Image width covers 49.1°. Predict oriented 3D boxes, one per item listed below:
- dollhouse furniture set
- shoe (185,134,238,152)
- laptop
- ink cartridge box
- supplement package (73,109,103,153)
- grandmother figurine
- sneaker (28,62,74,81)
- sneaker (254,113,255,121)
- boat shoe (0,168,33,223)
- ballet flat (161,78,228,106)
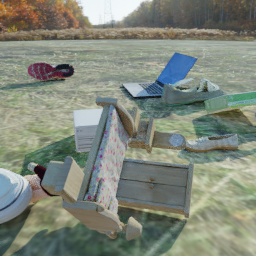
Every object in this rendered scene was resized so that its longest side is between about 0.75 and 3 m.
[{"bbox_3d":[0.268,0.305,3.924,1.296,2.654,2.263,4,60,14],"label":"dollhouse furniture set"},{"bbox_3d":[2.099,0.343,7.064,1.384,0.369,0.484,-2,21,-5],"label":"shoe"},{"bbox_3d":[1.279,-2.458,12.625,2.727,1.581,2.554,-4,21,-11],"label":"laptop"},{"bbox_3d":[3.817,-0.914,9.060,1.589,0.524,2.183,-9,-2,-25],"label":"ink cartridge box"},{"bbox_3d":[-0.909,0.022,7.411,1.007,0.717,1.292,-5,22,-11],"label":"supplement package"},{"bbox_3d":[-1.238,0.935,4.448,1.544,0.936,0.467,-23,32,49],"label":"grandmother figurine"},{"bbox_3d":[-4.122,-2.960,15.007,2.381,0.960,0.889,-2,4,-25],"label":"sneaker"},{"bbox_3d":[4.683,-0.531,8.852,1.445,0.567,0.574,-20,-14,-27],"label":"sneaker"},{"bbox_3d":[-2.954,0.914,4.500,2.794,0.933,1.028,-1,45,15],"label":"boat shoe"},{"bbox_3d":[2.735,-1.461,10.907,2.991,0.953,1.008,-6,23,-17],"label":"ballet flat"}]
